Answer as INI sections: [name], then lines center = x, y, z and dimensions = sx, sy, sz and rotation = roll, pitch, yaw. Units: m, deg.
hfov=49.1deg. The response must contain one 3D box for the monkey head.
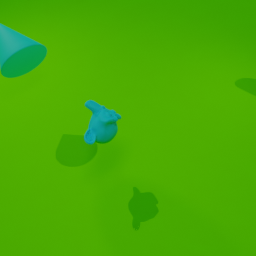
[monkey head]
center = -0.594, -0.101, 5.659
dimensions = 0.848, 0.710, 1.179
rotation = 34, 18, 5

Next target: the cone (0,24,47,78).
[cone]
center = -2.765, -2.029, 6.608
dimensions = 1.195, 1.195, 1.200
rotation = -34, 86, -25
